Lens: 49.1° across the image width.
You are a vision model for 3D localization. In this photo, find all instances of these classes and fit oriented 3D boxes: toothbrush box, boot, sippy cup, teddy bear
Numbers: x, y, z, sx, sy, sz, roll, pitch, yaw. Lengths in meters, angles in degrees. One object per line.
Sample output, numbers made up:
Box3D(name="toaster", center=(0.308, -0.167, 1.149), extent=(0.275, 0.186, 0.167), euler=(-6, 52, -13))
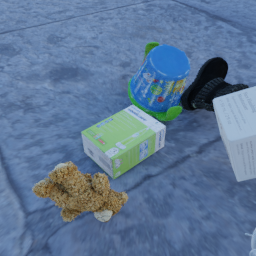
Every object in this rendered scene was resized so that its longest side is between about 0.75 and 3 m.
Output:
Box3D(name="toothbrush box", center=(-0.097, 0.286, 7.060), extent=(1.726, 0.743, 1.257), euler=(-31, 49, -29))
Box3D(name="boot", center=(2.756, -1.249, 8.068), extent=(1.690, 0.850, 2.260), euler=(7, 55, 54))
Box3D(name="sippy cup", center=(0.955, -1.408, 7.955), extent=(2.168, 1.589, 1.703), euler=(42, 61, 11))
Box3D(name="teddy bear", center=(-0.825, 1.272, 5.167), extent=(1.334, 1.840, 0.614), euler=(-31, 38, 3))

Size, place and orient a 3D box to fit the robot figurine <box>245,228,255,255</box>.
Box3D(name="robot figurine", center=(2.603, 1.981, 4.312), extent=(1.378, 0.917, 1.624), euler=(0, 11, -19))

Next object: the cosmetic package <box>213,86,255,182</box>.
Box3D(name="cosmetic package", center=(2.808, 0.039, 5.759), extent=(1.643, 1.356, 1.355), euler=(-17, 41, 14))
